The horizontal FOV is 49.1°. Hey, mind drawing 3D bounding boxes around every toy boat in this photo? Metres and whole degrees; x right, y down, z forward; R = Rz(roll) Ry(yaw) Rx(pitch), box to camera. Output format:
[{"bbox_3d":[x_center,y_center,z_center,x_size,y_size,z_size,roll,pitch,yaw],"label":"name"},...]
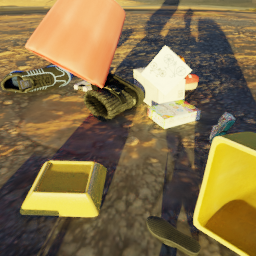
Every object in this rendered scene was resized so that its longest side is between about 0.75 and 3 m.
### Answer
[{"bbox_3d":[2.177,-2.488,12.417,1.451,1.454,2.224,-11,30,-19],"label":"toy boat"}]

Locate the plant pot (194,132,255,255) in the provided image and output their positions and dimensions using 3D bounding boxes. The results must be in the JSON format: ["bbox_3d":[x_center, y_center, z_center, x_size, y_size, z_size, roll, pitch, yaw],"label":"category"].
[{"bbox_3d":[2.790,1.174,5.312,2.036,1.978,1.991,-15,30,-43],"label":"plant pot"}]

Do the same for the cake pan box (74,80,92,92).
[{"bbox_3d":[-1.923,-1.897,12.654,0.747,0.212,0.811,15,32,30],"label":"cake pan box"}]

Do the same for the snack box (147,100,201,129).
[{"bbox_3d":[1.618,-0.520,9.895,1.532,0.406,1.089,-14,32,-24],"label":"snack box"}]

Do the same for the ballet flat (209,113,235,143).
[{"bbox_3d":[2.695,-0.015,8.123,0.446,1.180,0.377,-2,53,-24],"label":"ballet flat"}]

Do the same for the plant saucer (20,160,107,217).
[{"bbox_3d":[-1.438,1.283,6.579,1.720,0.417,1.720,2,29,2],"label":"plant saucer"}]

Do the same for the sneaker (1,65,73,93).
[{"bbox_3d":[-3.944,-2.019,12.104,2.990,1.048,1.165,-6,28,5],"label":"sneaker"}]

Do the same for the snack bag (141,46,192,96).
[{"bbox_3d":[1.121,-1.652,8.274,1.062,1.126,0.121,42,15,-3],"label":"snack bag"}]

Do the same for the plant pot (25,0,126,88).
[{"bbox_3d":[-1.588,-3.198,9.600,2.979,2.636,2.979,27,3,-1],"label":"plant pot"}]

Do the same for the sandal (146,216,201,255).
[{"bbox_3d":[0.806,2.089,5.314,1.120,0.268,0.421,28,37,21],"label":"sandal"}]

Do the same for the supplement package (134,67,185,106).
[{"bbox_3d":[1.178,-1.618,11.107,1.128,1.171,2.059,-14,32,-22],"label":"supplement package"}]

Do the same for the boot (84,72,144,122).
[{"bbox_3d":[-0.976,-1.288,10.640,2.753,1.036,2.059,24,37,36],"label":"boot"}]
